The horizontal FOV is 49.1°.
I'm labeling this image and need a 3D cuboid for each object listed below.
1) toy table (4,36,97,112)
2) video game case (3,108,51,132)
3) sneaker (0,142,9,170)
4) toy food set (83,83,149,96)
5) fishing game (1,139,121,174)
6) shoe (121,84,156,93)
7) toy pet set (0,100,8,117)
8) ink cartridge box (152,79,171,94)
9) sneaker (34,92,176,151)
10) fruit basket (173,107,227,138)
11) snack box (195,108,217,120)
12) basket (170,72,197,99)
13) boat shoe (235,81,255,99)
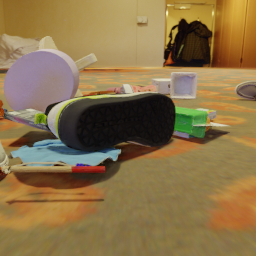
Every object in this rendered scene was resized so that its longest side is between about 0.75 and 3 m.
[{"bbox_3d":[-2.175,-1.395,8.214,2.709,2.490,1.586,-8,21,29],"label":"toy table"},{"bbox_3d":[-1.575,-0.098,6.022,1.691,0.160,1.208,17,9,1],"label":"video game case"},{"bbox_3d":[-2.582,0.069,4.677,0.861,1.046,2.273,-11,18,-30],"label":"sneaker"},{"bbox_3d":[-0.724,-1.196,10.921,2.998,0.472,1.906,-17,21,-28],"label":"toy food set"},{"bbox_3d":[-0.986,0.473,4.544,1.747,0.379,2.439,1,6,-3],"label":"fishing game"},{"bbox_3d":[0.423,-1.006,9.081,1.184,0.930,2.602,-4,12,-3],"label":"shoe"},{"bbox_3d":[-4.381,-0.362,7.394,1.868,0.992,1.744,0,-21,-11],"label":"toy pet set"},{"bbox_3d":[2.029,-2.031,13.561,1.571,0.662,1.147,-3,15,-12],"label":"ink cartridge box"},{"bbox_3d":[-0.259,-0.246,5.234,1.218,1.055,2.941,15,10,43],"label":"sneaker"},{"bbox_3d":[1.530,-0.095,6.549,1.283,0.649,1.385,13,4,41],"label":"fruit basket"},{"bbox_3d":[1.942,-0.334,7.778,0.858,0.227,0.610,-16,19,-33],"label":"snack box"},{"bbox_3d":[2.338,-1.836,11.984,1.091,1.101,0.885,1,13,4],"label":"basket"},{"bbox_3d":[5.465,-1.460,11.240,2.151,0.773,0.640,7,12,4],"label":"boat shoe"}]
